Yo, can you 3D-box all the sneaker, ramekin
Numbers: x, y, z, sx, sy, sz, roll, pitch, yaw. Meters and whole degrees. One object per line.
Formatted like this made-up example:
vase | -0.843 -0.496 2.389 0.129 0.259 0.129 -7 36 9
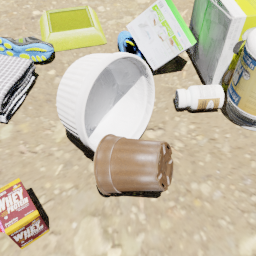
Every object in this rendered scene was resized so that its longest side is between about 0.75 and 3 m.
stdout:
sneaker | -4.236 -3.222 11.388 2.594 0.920 1.075 7 31 8
sneaker | 0.083 -3.307 11.222 0.908 1.080 2.755 -7 49 -3
ramekin | -0.676 -0.768 8.033 1.504 2.866 2.866 21 52 37

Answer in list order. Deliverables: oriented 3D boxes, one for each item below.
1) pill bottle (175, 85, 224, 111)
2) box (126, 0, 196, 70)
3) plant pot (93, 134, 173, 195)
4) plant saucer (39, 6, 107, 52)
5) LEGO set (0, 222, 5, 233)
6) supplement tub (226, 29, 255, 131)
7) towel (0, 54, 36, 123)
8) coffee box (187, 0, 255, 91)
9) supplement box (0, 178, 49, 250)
pill bottle | 2.382 -1.012 9.463 1.470 0.840 0.840 -3 51 -3
box | 1.210 -3.420 10.252 1.948 1.719 0.942 55 34 -7
plant pot | 0.228 0.928 7.077 1.587 1.603 1.603 -2 47 26
plant saucer | -2.561 -4.601 12.529 2.763 0.662 2.759 -12 52 -9
LEGO set | -4.066 2.062 6.970 2.090 0.797 0.858 32 57 25
supplement tub | 4.247 -1.435 8.535 2.022 2.796 2.022 0 50 -1
towel | -4.694 -1.596 9.739 2.229 1.152 2.692 9 51 7
coffee box | 4.126 -3.475 10.065 2.946 2.975 2.980 -7 51 -8
supplement box | -2.592 2.059 6.726 0.765 1.152 1.136 -30 57 -22
